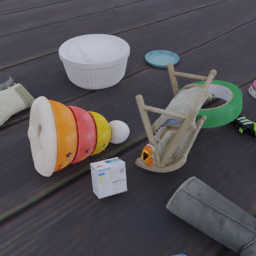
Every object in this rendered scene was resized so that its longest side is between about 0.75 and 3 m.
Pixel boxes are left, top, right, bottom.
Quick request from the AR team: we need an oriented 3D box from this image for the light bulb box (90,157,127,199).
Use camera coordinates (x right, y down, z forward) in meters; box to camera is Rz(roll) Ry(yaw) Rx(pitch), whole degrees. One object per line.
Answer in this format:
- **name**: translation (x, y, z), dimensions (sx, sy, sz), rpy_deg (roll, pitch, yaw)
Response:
- **light bulb box**: translation (-0.493, 1.255, 7.163), dimensions (0.794, 0.801, 0.500), rpy_deg (-10, 16, -25)

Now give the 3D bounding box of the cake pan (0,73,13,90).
- **cake pan**: translation (-5.405, -1.950, 11.632), dimensions (1.189, 0.218, 1.189), rpy_deg (0, 40, 0)

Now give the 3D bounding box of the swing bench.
- **swing bench**: translation (1.345, -0.247, 7.860), dimensions (1.512, 2.331, 2.318), rpy_deg (15, 40, 21)

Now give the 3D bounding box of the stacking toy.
- **stacking toy**: translation (-1.237, 0.145, 8.162), dimensions (2.955, 2.159, 2.159), rpy_deg (-5, 38, -29)

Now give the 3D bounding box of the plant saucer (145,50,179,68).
- **plant saucer**: translation (1.591, -3.224, 13.139), dimensions (1.581, 0.217, 1.581), rpy_deg (1, 41, 0)

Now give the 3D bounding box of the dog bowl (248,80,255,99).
- **dog bowl**: translation (5.368, -1.511, 10.952), dimensions (1.164, 0.429, 1.164), rpy_deg (-1, 41, 0)

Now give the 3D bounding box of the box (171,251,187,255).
- **box**: translation (0.708, 3.144, 5.577), dimensions (1.385, 0.276, 0.948), rpy_deg (-12, 42, -14)

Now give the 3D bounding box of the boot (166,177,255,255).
- **boot**: translation (1.977, 2.311, 6.050), dimensions (2.614, 0.949, 2.377), rpy_deg (34, 36, 24)

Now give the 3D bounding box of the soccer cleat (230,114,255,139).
- **soccer cleat**: translation (3.757, -0.118, 9.303), dimensions (1.378, 0.465, 0.559), rpy_deg (32, 52, 29)

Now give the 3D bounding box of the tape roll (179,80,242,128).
- **tape roll**: translation (2.752, -0.888, 9.755), dimensions (2.273, 0.546, 2.273), rpy_deg (-9, 35, 7)

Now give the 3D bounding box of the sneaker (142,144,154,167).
- **sneaker**: translation (0.482, 0.769, 7.308), dimensions (0.327, 0.897, 0.346), rpy_deg (28, 59, 28)

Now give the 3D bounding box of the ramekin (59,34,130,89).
- **ramekin**: translation (-1.366, -2.760, 11.721), dimensions (2.857, 1.330, 2.857), rpy_deg (1, 40, 0)

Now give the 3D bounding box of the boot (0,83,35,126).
- **boot**: translation (-4.782, -1.053, 10.066), dimensions (2.451, 0.883, 1.895), rpy_deg (30, 49, 23)
